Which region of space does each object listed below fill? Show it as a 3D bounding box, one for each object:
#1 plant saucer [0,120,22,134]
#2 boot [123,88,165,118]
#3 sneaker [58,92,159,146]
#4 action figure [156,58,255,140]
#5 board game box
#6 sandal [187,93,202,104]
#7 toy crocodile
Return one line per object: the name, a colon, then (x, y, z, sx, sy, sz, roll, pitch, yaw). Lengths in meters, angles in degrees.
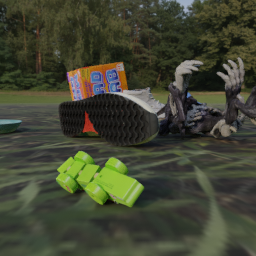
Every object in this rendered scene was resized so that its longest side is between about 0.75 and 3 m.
plant saucer: (-3.028, -0.022, 6.172, 1.310, 0.236, 1.310, 1, 6, 0)
boot: (0.922, -1.009, 11.037, 2.444, 1.168, 0.899, -3, 7, -26)
sneaker: (-0.226, -0.230, 5.098, 1.136, 0.855, 2.429, -13, 11, -43)
action figure: (1.550, -0.487, 4.898, 1.741, 1.494, 2.929, -19, 19, -40)
board game box: (-1.278, -1.652, 12.033, 1.919, 1.919, 1.920, -15, 12, -25)
sandal: (2.603, -1.086, 12.508, 0.964, 1.056, 2.425, 0, 7, -18)
toy crocodile: (-0.251, 0.398, 2.138, 0.906, 0.280, 0.306, 7, 50, 42)
